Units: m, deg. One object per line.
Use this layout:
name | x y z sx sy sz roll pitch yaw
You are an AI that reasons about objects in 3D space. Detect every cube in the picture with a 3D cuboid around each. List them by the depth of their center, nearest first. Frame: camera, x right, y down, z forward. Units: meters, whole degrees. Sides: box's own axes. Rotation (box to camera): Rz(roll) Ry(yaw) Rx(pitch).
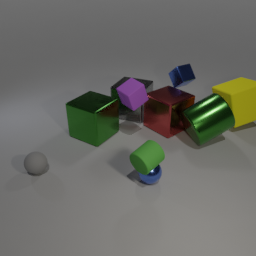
cube | 0.155 -1.151 9.533 0.700 0.700 0.700 -39 47 -16
cube | -1.285 -0.389 10.458 1.400 1.400 1.400 19 35 28
cube | 1.583 -0.674 10.967 1.400 1.400 1.400 -23 37 -34
cube | 4.368 -1.050 11.089 1.400 1.400 1.400 -19 23 -8
cube | 2.236 -2.155 11.606 0.700 0.700 0.700 -18 -6 -26
cube | 0.182 -1.235 11.938 1.400 1.400 1.400 12 32 20

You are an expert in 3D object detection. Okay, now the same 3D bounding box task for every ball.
ball | 0.650 1.292 8.255 0.700 0.700 0.700 0 30 0
ball | -2.841 1.071 8.627 0.700 0.700 0.700 0 30 0

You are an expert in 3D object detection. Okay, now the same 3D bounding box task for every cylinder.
cylinder | 0.521 0.794 7.602 0.700 0.700 0.700 -36 44 -29
cylinder | 2.788 -0.307 9.928 1.400 1.400 1.400 -29 34 -1
